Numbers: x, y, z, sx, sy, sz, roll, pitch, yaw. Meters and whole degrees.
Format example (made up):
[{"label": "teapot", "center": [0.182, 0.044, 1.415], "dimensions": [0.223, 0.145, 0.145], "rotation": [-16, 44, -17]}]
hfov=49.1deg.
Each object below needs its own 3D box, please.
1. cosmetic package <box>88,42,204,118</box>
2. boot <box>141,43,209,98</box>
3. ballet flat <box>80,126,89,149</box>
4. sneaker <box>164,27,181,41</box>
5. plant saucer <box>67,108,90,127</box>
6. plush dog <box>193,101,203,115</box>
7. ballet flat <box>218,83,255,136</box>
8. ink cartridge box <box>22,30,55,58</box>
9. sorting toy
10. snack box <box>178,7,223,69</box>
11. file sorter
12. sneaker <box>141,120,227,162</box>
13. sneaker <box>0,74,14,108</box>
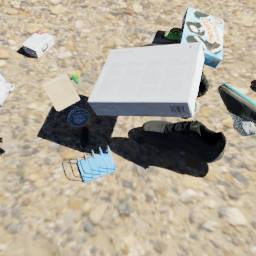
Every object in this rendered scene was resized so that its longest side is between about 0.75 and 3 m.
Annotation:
[{"label": "cosmetic package", "center": [0.538, -1.351, 7.877], "dimensions": [2.841, 0.734, 2.142], "rotation": [3, 59, 25]}, {"label": "boot", "center": [1.495, -2.139, 10.248], "dimensions": [2.901, 1.092, 2.169], "rotation": [10, 37, 6]}, {"label": "ballet flat", "center": [-1.503, 0.342, 9.585], "dimensions": [0.289, 0.247, 0.870], "rotation": [29, 50, -34]}, {"label": "sneaker", "center": [2.397, -3.780, 11.885], "dimensions": [1.835, 0.769, 0.704], "rotation": [-2, 55, -15]}, {"label": "plant saucer", "center": [-1.753, -0.329, 9.994], "dimensions": [0.810, 0.203, 0.810], "rotation": [0, 56, 0]}, {"label": "plush dog", "center": [2.242, -0.858, 10.064], "dimensions": [0.635, 0.792, 0.680], "rotation": [-29, 60, -35]}, {"label": "ballet flat", "center": [3.292, -0.112, 6.910], "dimensions": [2.752, 0.941, 0.936], "rotation": [26, 16, -3]}, {"label": "ink cartridge box", "center": [-3.820, -3.596, 11.982], "dimensions": [0.809, 0.469, 1.096], "rotation": [28, 63, 17]}, {"label": "sorting toy", "center": [-1.398, -0.870, 6.363], "dimensions": [0.934, 0.137, 0.690], "rotation": [-35, 100, -30]}, {"label": "snack box", "center": [2.902, -3.644, 11.073], "dimensions": [1.641, 0.524, 2.825], "rotation": [20, 51, -4]}, {"label": "file sorter", "center": [-1.001, 1.085, 8.792], "dimensions": [1.085, 0.666, 0.753], "rotation": [-19, 58, -12]}, {"label": "sneaker", "center": [1.815, 0.165, 9.044], "dimensions": [2.795, 1.268, 1.061], "rotation": [13, 59, 9]}, {"label": "sneaker", "center": [-5.428, -1.540, 10.423], "dimensions": [2.319, 0.871, 1.333], "rotation": [25, 59, 9]}]
